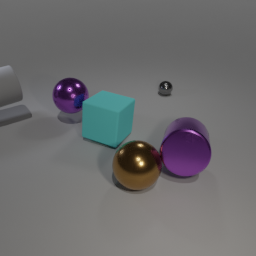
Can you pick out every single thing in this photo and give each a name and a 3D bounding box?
[{"bbox_3d":[-0.700,-0.372,10.117,1.400,1.400,1.400,17,30,19],"label":"cube"},{"bbox_3d":[1.830,-1.943,13.643,0.700,0.700,0.700,0,31,0],"label":"ball"},{"bbox_3d":[-4.896,-1.491,10.506,1.400,1.400,1.400,-24,38,-28],"label":"cylinder"},{"bbox_3d":[0.257,1.042,7.913,1.400,1.400,1.400,0,31,0],"label":"ball"},{"bbox_3d":[1.714,0.511,8.310,1.400,1.400,1.400,7,18,11],"label":"cylinder"},{"bbox_3d":[-2.229,-1.259,10.919,1.400,1.400,1.400,0,31,0],"label":"ball"}]
